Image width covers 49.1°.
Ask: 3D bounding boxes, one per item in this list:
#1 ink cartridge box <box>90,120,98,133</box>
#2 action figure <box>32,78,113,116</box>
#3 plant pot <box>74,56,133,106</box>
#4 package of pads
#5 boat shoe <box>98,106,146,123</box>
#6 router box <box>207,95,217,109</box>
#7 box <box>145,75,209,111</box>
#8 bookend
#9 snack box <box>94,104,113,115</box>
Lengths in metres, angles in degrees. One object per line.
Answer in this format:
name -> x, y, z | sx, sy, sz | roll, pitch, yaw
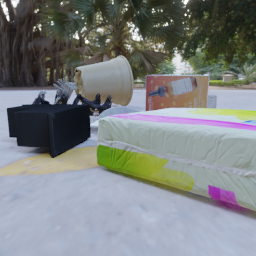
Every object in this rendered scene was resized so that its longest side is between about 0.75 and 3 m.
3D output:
ink cartridge box -> -0.433, -0.035, 7.332 | 1.007, 0.225, 0.887 | 2, 10, 10
action figure -> -1.989, -0.848, 8.854 | 2.757, 1.407, 1.638 | -4, 21, -34
plant pot -> -1.331, -2.201, 13.826 | 2.349, 2.566, 2.566 | -10, 13, -24
package of pads -> 1.068, 0.202, 3.947 | 2.518, 0.859, 1.945 | 9, 13, 43
boat shoe -> 0.344, -0.086, 6.672 | 2.060, 0.730, 0.719 | -2, -18, 7
router box -> 2.810, -0.829, 10.398 | 0.889, 0.798, 0.217 | 1, 9, 7
box -> 1.578, -0.984, 9.198 | 1.948, 1.483, 1.036 | 2, 9, 9
bookend -> -1.831, -0.032, 5.652 | 1.668, 0.773, 1.678 | 1, 10, 13
snack box -> -1.093, -0.751, 11.217 | 0.577, 0.195, 1.605 | 16, 12, 14
